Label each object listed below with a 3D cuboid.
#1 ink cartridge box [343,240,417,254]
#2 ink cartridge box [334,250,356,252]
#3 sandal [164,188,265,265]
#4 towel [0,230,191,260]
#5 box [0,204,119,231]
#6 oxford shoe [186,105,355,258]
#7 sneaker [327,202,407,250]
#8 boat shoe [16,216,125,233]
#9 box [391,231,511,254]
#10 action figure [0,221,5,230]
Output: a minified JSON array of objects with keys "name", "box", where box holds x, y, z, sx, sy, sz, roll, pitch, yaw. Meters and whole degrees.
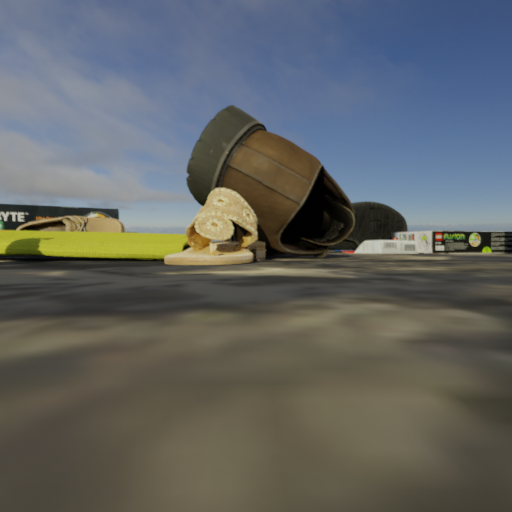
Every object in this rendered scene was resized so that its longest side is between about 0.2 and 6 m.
[{"name":"ink cartridge box","box":[2.628,-0.194,12.032,1.030,0.304,1.286,-1,3,-30]},{"name":"ink cartridge box","box":[3.072,-0.462,17.513,1.065,0.667,0.685,1,1,40]},{"name":"sandal","box":[-0.316,-0.272,5.077,0.742,0.665,2.023,0,1,11]},{"name":"towel","box":[-2.525,-0.075,6.008,3.814,0.344,1.641,1,6,3]},{"name":"box","box":[-5.236,-0.507,11.514,3.182,0.921,4.003,-1,1,-45]},{"name":"oxford shoe","box":[0.413,-0.432,6.849,1.535,1.322,3.637,30,1,15]},{"name":"sneaker","box":[1.429,-0.674,13.505,3.988,1.198,2.080,-1,2,-20]},{"name":"boat shoe","box":[-3.120,-0.366,9.526,1.791,0.638,0.578,-10,-15,-20]},{"name":"box","box":[4.607,-0.293,12.463,2.771,0.481,1.525,-1,1,-19]},{"name":"action figure","box":[-4.576,-0.324,7.727,2.944,0.805,1.739,4,-1,23]}]
